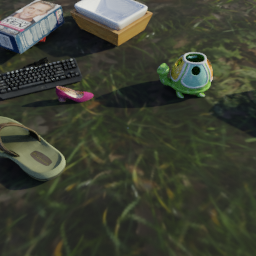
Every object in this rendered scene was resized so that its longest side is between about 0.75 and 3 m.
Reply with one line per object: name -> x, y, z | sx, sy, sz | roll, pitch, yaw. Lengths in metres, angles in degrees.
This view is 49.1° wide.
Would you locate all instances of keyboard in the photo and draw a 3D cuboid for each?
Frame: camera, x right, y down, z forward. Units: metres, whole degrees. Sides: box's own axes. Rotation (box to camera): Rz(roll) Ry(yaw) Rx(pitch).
keyboard -> -3.003, -1.838, 9.367 | 2.661, 0.341, 1.598 | -16, 51, -14

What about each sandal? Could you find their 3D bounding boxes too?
sandal -> -2.828, 0.303, 7.151 | 2.926, 0.835, 1.162 | 23, 53, 19

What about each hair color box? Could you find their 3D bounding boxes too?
hair color box -> -3.675, -3.849, 10.451 | 1.250, 0.757, 2.500 | 23, 52, 19

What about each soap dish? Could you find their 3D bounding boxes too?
soap dish -> -0.660, -4.353, 11.073 | 2.568, 1.043, 2.020 | 33, 57, 25

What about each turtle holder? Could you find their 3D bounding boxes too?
turtle holder -> 1.823, -1.751, 8.734 | 1.621, 1.151, 1.232 | 21, 53, 17

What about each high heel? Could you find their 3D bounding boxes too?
high heel -> -1.632, -1.085, 8.565 | 1.107, 0.531, 0.373 | 0, 49, 0

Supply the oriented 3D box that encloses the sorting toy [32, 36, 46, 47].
sorting toy -> -3.871, -3.396, 10.744 | 1.655, 0.280, 0.798 | -5, 49, -4
